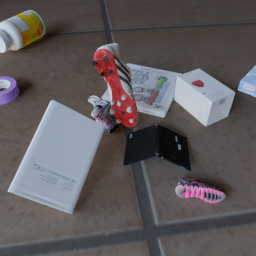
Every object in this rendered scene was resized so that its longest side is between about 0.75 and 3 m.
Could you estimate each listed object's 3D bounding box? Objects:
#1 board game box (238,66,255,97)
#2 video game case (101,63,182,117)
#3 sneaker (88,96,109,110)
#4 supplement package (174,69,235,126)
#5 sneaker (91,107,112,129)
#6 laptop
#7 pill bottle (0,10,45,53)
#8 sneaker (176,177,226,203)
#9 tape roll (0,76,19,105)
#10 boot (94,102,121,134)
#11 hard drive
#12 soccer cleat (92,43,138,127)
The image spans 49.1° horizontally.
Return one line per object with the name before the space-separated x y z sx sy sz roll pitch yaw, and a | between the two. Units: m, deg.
board game box | 6.155 -1.952 11.257 2.263 0.547 2.992 29 51 28
video game case | 0.632 -1.591 11.034 2.473 0.322 2.716 15 45 16
sneaker | -1.125 -0.887 10.266 0.936 0.361 0.399 21 51 22
supplement package | 2.651 -1.138 9.983 1.099 1.086 1.813 -23 47 -23
sneaker | -0.743 -0.283 8.489 0.561 0.984 0.357 39 83 19
laptop | 0.890 0.698 8.568 1.759 0.908 1.559 25 35 -12
pill bottle | -5.337 -4.625 13.543 1.377 1.377 2.480 22 47 22
sneaker | 1.947 1.600 7.523 1.292 0.510 0.616 10 32 9
tape roll | -4.947 -1.449 10.802 1.343 0.441 1.343 0 43 0
boot | -0.570 -0.337 9.676 0.812 0.431 1.234 22 58 18
hard drive | -1.723 0.727 7.190 1.625 0.324 2.464 28 68 -22
soccer cleat | -0.209 -1.313 8.812 0.940 2.738 1.166 -5 31 35
